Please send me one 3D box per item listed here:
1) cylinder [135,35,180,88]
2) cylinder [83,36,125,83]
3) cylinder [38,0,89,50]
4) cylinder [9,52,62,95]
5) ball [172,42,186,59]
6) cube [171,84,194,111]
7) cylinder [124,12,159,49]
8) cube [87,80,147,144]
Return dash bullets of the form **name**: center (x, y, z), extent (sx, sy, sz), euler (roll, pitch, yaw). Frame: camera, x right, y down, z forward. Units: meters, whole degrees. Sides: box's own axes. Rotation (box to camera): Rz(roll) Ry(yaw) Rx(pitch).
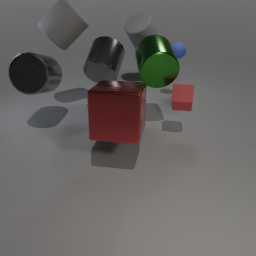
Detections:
- **cylinder**: center (1.011, -2.374, 9.983), extent (1.400, 1.400, 1.400), euler (-2, 42, -4)
- **cylinder**: center (-0.951, -2.711, 11.354), extent (1.400, 1.400, 1.400), euler (8, 64, 15)
- **cylinder**: center (-2.459, -3.981, 10.757), extent (1.400, 1.400, 1.400), euler (-42, 29, 11)
- **cylinder**: center (-3.235, -1.920, 9.944), extent (1.400, 1.400, 1.400), euler (3, 11, 6)
- **ball**: center (2.220, -3.419, 12.375), extent (0.700, 0.700, 0.700), euler (0, 29, 0)
- **cube**: center (1.905, -1.058, 9.782), extent (0.700, 0.700, 0.700), euler (5, 69, 11)
- **cylinder**: center (0.725, -4.777, 14.080), extent (1.400, 1.400, 1.400), euler (-13, 56, 21)
- **cube**: center (-0.258, -0.497, 7.905), extent (1.400, 1.400, 1.400), euler (4, 21, 9)
